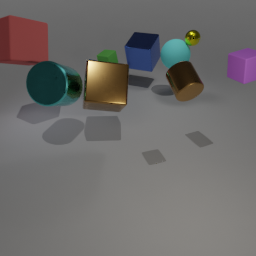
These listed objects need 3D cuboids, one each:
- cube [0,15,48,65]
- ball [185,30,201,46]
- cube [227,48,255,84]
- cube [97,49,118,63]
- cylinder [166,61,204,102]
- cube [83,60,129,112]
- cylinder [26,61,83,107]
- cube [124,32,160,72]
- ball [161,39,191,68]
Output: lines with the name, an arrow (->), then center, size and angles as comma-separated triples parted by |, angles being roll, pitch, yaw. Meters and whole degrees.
cube -> -3.755, -2.963, 9.740 | 1.400, 1.400, 1.400 | 8, 10, 41
ball -> 2.923, -4.071, 12.667 | 0.700, 0.700, 0.700 | 0, 31, 0
cube -> 3.246, -1.716, 7.704 | 0.700, 0.700, 0.700 | -18, 33, -16
cube -> -0.990, -3.339, 13.648 | 0.700, 0.700, 0.700 | 16, 47, 32
cylinder -> 1.346, -1.107, 6.673 | 0.700, 0.700, 0.700 | -11, 61, -17
cube -> -0.802, -1.395, 9.695 | 1.400, 1.400, 1.400 | 4, -7, -11
cylinder -> -2.381, -1.420, 9.256 | 1.400, 1.400, 1.400 | 6, 6, 10
cube -> 0.792, -3.991, 14.663 | 1.400, 1.400, 1.400 | 13, 53, 21
ball -> 2.237, -3.460, 13.202 | 1.400, 1.400, 1.400 | 0, 31, 0
